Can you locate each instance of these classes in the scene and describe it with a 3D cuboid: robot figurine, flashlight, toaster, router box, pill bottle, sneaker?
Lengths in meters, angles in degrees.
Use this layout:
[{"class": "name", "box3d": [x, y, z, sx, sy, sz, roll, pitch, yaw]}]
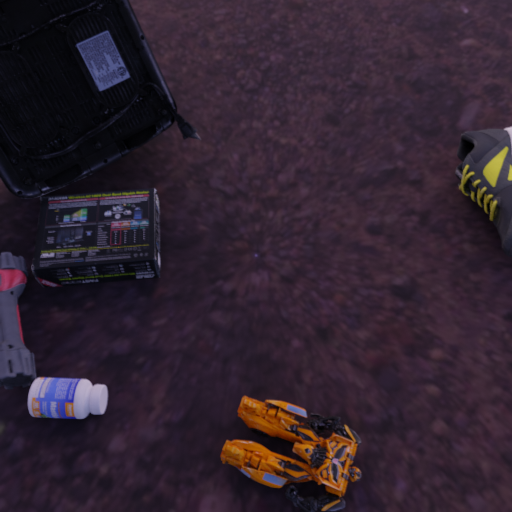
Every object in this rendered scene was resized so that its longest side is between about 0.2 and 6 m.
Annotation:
[{"class": "robot figurine", "box3d": [0.556, 2.792, 7.986, 1.947, 0.567, 1.412, 16, 60, 10]}, {"class": "flashlight", "box3d": [-3.969, 1.037, 9.048, 0.747, 0.750, 2.206, 1, 57, -39]}, {"class": "toaster", "box3d": [-3.494, -3.073, 9.922, 3.382, 3.740, 2.219, -32, 27, -14]}, {"class": "router box", "box3d": [-2.780, -0.340, 9.961, 2.116, 0.657, 1.585, -4, 57, -4]}, {"class": "pill bottle", "box3d": [-2.803, 2.141, 8.400, 1.040, 0.583, 0.583, 2, 57, 1]}, {"class": "sneaker", "box3d": [4.389, -1.200, 10.373, 1.337, 1.177, 3.160, 4, 48, 10]}]
